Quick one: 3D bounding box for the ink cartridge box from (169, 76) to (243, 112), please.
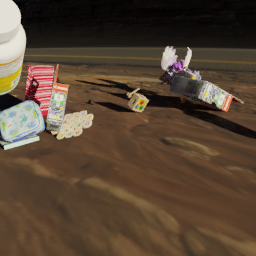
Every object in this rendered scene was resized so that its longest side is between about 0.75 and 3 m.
[{"bbox_3d":[2.870,-1.112,10.095,2.572,0.648,1.401,16,5,-40],"label":"ink cartridge box"}]

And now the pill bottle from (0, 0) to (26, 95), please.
[{"bbox_3d":[-3.338,-1.991,6.942,1.434,1.434,2.582,-12,-15,-29],"label":"pill bottle"}]

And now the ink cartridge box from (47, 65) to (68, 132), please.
[{"bbox_3d":[-1.817,-0.758,7.351,0.397,1.576,0.859,10,-15,-14],"label":"ink cartridge box"}]

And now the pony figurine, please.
[{"bbox_3d":[2.039,-2.188,11.230,1.607,1.863,1.930,-3,37,-35],"label":"pony figurine"}]

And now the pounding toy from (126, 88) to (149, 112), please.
[{"bbox_3d":[0.304,-0.952,9.368,0.806,0.708,0.369,11,27,-48],"label":"pounding toy"}]

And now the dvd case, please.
[{"bbox_3d":[-3.075,0.229,7.443,0.921,0.139,1.262,-17,26,-40],"label":"dvd case"}]

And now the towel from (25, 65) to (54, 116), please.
[{"bbox_3d":[-2.797,-1.142,8.903,0.188,1.669,1.207,16,15,18],"label":"towel"}]

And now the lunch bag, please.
[{"bbox_3d":[-2.535,-0.131,6.660,1.001,0.805,0.413,-23,-15,1],"label":"lunch bag"}]

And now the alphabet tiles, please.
[{"bbox_3d":[-1.554,-0.121,7.804,1.171,0.085,1.145,-10,36,11],"label":"alphabet tiles"}]
